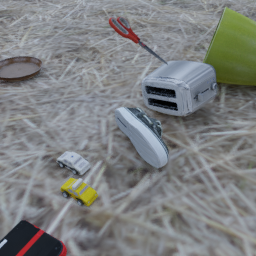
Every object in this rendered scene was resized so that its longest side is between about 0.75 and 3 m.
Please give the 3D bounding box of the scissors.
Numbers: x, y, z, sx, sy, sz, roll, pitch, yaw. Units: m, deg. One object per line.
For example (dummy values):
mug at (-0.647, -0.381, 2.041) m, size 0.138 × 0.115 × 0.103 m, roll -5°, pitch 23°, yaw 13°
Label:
scissors at (0.297, -2.417, 8.017) m, size 2.068 × 0.144 × 0.757 m, roll 45°, pitch 40°, yaw -4°

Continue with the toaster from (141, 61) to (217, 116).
toaster at (1.575, -1.362, 9.378) m, size 2.511 × 1.427 × 1.622 m, roll 18°, pitch 42°, yaw 41°

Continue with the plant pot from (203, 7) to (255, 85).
plant pot at (4.509, -2.709, 10.560) m, size 2.915 × 2.728 × 2.728 m, roll 21°, pitch 41°, yaw 8°

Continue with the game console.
game console at (-2.100, 2.604, 5.362) m, size 1.361 × 0.239 × 1.539 m, roll 16°, pitch 40°, yaw 27°

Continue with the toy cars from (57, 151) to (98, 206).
toy cars at (-1.322, 1.144, 7.046) m, size 0.856 × 0.423 × 1.910 m, roll -10°, pitch 39°, yaw -13°

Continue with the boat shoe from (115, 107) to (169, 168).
boat shoe at (0.527, 0.035, 8.010) m, size 0.966 × 0.982 × 2.725 m, roll -19°, pitch 39°, yaw -17°

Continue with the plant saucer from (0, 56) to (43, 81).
plant saucer at (-4.641, -2.481, 11.820) m, size 2.091 × 0.335 × 2.091 m, roll 0°, pitch 38°, yaw 0°
